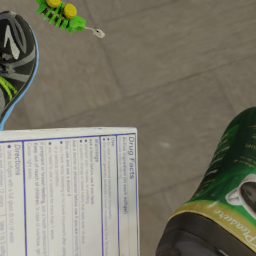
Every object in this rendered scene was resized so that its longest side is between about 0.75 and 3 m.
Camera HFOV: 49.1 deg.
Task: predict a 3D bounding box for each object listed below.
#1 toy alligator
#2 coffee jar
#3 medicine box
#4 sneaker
[{"bbox_3d":[-1.406,-2.448,6.410,1.937,0.574,0.525,27,72,-30],"label":"toy alligator"},{"bbox_3d":[1.739,1.100,4.206,1.555,1.272,2.982,39,57,8],"label":"coffee jar"},{"bbox_3d":[-1.291,1.329,4.050,2.871,1.477,2.615,-3,92,-43],"label":"medicine box"},{"bbox_3d":[-2.459,-0.835,4.888,1.035,1.210,2.921,17,73,5],"label":"sneaker"}]
